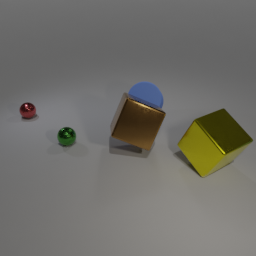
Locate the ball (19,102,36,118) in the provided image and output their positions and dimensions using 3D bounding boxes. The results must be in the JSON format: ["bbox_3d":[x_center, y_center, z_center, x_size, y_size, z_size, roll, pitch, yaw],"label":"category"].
[{"bbox_3d":[-4.398,-0.776,12.301,0.700,0.700,0.700,0,29,0],"label":"ball"}]

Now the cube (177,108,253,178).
[{"bbox_3d":[2.719,0.463,8.920,1.400,1.400,1.400,-19,61,-30],"label":"cube"}]

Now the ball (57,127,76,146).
[{"bbox_3d":[-2.269,0.306,10.379,0.700,0.700,0.700,0,29,0],"label":"ball"}]

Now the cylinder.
[{"bbox_3d":[0.765,-1.180,11.846,1.400,1.400,1.400,6,3,10],"label":"cylinder"}]

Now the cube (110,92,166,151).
[{"bbox_3d":[0.286,-0.263,9.709,1.400,1.400,1.400,21,12,-10],"label":"cube"}]
